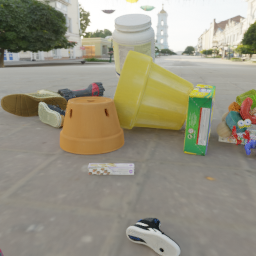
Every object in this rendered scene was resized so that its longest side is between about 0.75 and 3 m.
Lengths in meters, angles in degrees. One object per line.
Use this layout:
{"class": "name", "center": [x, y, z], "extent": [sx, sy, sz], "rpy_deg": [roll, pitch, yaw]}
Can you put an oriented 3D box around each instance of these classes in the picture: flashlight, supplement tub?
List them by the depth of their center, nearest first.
{"class": "supplement tub", "center": [0.266, -3.387, 11.930], "extent": [1.798, 2.480, 1.798], "rpy_deg": [-3, 38, 2]}
{"class": "flashlight", "center": [-2.639, -2.009, 15.722], "extent": [2.760, 0.938, 0.934], "rpy_deg": [-15, -10, -38]}

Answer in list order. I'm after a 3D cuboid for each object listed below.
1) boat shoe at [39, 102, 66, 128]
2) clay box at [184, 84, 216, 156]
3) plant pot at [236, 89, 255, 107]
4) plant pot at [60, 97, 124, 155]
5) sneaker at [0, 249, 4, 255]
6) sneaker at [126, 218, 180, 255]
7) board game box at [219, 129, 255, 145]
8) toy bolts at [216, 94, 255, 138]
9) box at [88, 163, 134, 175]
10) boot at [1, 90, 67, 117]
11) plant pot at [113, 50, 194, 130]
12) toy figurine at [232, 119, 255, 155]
{"class": "boat shoe", "center": [-2.888, -0.511, 10.755], "extent": [0.625, 0.749, 2.007], "rpy_deg": [-7, 21, -41]}
{"class": "clay box", "center": [2.272, -0.410, 8.623], "extent": [0.674, 1.626, 2.830], "rpy_deg": [8, 18, 18]}
{"class": "plant pot", "center": [5.873, -1.413, 13.875], "extent": [0.848, 0.881, 0.881], "rpy_deg": [-13, 17, -3]}
{"class": "plant pot", "center": [-1.068, -0.174, 8.334], "extent": [1.934, 1.353, 1.934], "rpy_deg": [1, 15, 0]}
{"class": "sneaker", "center": [-1.686, 1.783, 3.259], "extent": [0.355, 0.329, 0.880], "rpy_deg": [-3, 16, -9]}
{"class": "sneaker", "center": [0.448, 1.543, 4.126], "extent": [0.862, 0.315, 0.482], "rpy_deg": [10, 19, 35]}
{"class": "board game box", "center": [3.660, 0.261, 8.811], "extent": [1.438, 0.246, 0.967], "rpy_deg": [7, 17, 24]}
{"class": "toy bolts", "center": [3.599, -0.049, 8.599], "extent": [1.329, 1.830, 1.916], "rpy_deg": [-38, -18, 32]}
{"class": "box", "center": [-0.386, 0.945, 6.454], "extent": [1.063, 0.206, 0.220], "rpy_deg": [0, 16, 2]}
{"class": "boot", "center": [-4.250, -1.232, 12.752], "extent": [2.697, 0.982, 2.096], "rpy_deg": [-4, 16, -19]}
{"class": "plant pot", "center": [0.847, -1.064, 9.737], "extent": [2.466, 2.621, 2.621], "rpy_deg": [17, 16, 0]}
{"class": "toy figurine", "center": [3.815, 0.527, 7.327], "extent": [2.016, 1.064, 1.208], "rpy_deg": [-2, 45, 19]}
